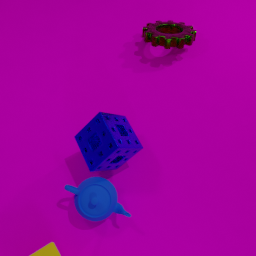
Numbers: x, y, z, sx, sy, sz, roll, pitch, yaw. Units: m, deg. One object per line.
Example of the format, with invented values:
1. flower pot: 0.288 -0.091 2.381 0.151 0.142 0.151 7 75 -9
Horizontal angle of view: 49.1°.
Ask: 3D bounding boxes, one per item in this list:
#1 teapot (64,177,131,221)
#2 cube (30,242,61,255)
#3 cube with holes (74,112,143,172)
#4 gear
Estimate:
1. teapot: -0.657 1.575 6.091 1.554 0.761 0.966 23 81 0
2. cube: -1.513 2.913 5.133 0.929 0.929 0.929 -27 43 -24
3. cube with holes: -0.446 0.331 6.462 0.949 0.949 0.949 -41 64 26
4. gear: 1.257 -2.896 8.604 1.606 0.297 1.606 1 39 0
